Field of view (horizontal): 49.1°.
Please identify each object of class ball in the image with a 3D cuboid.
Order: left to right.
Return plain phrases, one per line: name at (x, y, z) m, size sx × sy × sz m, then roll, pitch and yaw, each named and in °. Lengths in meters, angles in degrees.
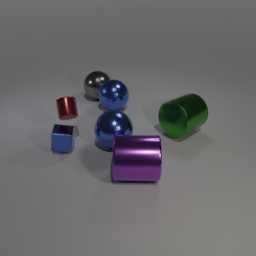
ball at (-1.483, -2.103, 13.798) m, size 1.400 × 1.400 × 1.400 m, roll 0°, pitch 30°, yaw 0°
ball at (-0.649, -1.496, 12.731) m, size 1.400 × 1.400 × 1.400 m, roll 0°, pitch 30°, yaw 0°
ball at (-0.510, 0.042, 10.076) m, size 1.400 × 1.400 × 1.400 m, roll 0°, pitch 30°, yaw 0°

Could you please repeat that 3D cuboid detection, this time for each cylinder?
cylinder at (-2.187, -0.703, 10.047) m, size 0.700 × 0.700 × 0.700 m, roll -11°, pitch -9°, yaw -2°
cylinder at (0.271, 0.911, 8.578) m, size 1.400 × 1.400 × 1.400 m, roll 1°, pitch 30°, yaw 1°
cylinder at (2.125, -0.505, 10.788) m, size 1.400 × 1.400 × 1.400 m, roll -23°, pitch 37°, yaw -39°

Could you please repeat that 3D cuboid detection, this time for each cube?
cube at (-2.313, 0.353, 9.899) m, size 0.700 × 0.700 × 0.700 m, roll 6°, pitch 29°, yaw -9°
